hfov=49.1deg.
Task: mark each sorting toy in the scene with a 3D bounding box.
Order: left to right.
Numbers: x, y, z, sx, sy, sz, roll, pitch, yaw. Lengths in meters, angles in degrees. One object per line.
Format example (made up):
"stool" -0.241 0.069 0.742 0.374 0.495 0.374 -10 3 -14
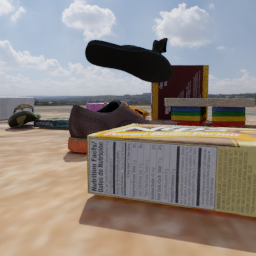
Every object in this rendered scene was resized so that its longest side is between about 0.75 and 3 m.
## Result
"sorting toy" 2.845 -0.556 9.643 2.643 0.925 2.659 3 6 21

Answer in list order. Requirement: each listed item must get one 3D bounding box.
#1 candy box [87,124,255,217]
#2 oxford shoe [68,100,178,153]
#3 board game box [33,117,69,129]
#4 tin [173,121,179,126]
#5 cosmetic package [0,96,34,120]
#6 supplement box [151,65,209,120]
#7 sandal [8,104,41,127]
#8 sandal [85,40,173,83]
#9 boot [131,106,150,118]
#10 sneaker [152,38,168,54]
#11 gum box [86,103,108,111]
"candy box" 0.799 0.305 2.598 2.061 0.570 1.190 2 6 20
"oxford shoe" 0.060 -0.077 5.095 2.347 0.851 0.835 -4 7 -36
"board game box" -1.754 -0.150 8.859 1.978 0.279 1.338 2 6 20
"tin" 0.930 -0.085 8.391 0.734 0.274 1.310 -11 11 -41
"cosmetic package" -5.723 -0.943 12.959 1.337 1.054 2.486 2 5 30
"supplement box" 2.293 -1.615 12.917 2.443 2.409 1.622 0 6 3
"sandal" -3.414 -0.447 9.143 0.882 0.634 2.220 -18 6 -10
"sandal" 0.076 -1.814 7.160 2.305 0.866 0.552 16 47 -4
"boot" 0.248 -0.844 14.304 1.594 0.561 1.141 10 3 25
"sneaker" 1.430 -3.481 12.662 0.690 1.324 0.397 31 47 30
"gum box" -1.353 -0.822 13.371 1.240 0.722 2.185 -2 6 -7
